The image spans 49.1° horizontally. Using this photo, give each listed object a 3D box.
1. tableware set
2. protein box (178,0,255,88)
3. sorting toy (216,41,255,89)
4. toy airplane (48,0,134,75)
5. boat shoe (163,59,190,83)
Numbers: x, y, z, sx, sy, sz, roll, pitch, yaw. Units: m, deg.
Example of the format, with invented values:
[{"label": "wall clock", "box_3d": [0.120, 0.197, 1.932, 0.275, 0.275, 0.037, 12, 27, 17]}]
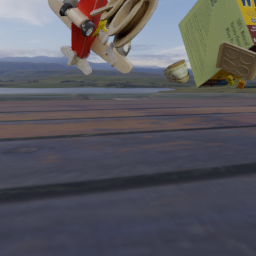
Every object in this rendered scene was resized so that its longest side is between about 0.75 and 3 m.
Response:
[{"label": "tableware set", "box_3d": [-0.116, -1.876, 4.366, 0.409, 1.348, 2.040, 33, 20, -27]}, {"label": "protein box", "box_3d": [2.996, -2.745, 8.174, 1.589, 2.338, 2.355, -7, -16, -24]}, {"label": "sorting toy", "box_3d": [2.760, -1.569, 7.118, 1.013, 0.182, 1.360, 27, -21, 22]}, {"label": "toy airplane", "box_3d": [-1.222, -3.233, 9.410, 2.901, 2.914, 2.056, 17, 55, 44]}, {"label": "boat shoe", "box_3d": [1.742, -1.866, 9.860, 0.840, 0.719, 2.292, -24, 3, 13]}]
